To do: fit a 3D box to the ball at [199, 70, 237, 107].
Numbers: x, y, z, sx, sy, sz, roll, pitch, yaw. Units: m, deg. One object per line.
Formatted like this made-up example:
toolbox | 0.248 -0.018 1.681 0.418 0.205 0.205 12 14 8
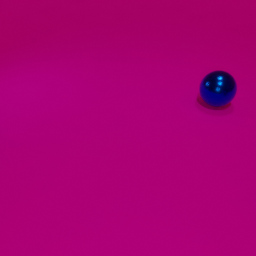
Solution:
ball | 2.710 -1.185 8.447 1.094 1.094 1.094 0 38 0
